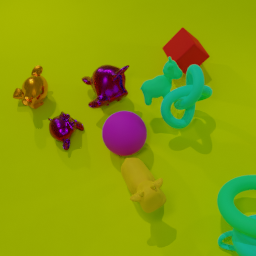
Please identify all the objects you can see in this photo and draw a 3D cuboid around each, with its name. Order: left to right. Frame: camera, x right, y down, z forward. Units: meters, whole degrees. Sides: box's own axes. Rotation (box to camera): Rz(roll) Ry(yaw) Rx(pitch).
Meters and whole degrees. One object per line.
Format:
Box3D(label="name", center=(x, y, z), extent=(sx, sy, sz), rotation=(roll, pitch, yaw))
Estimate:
Box3D(label="monkey head", center=(-2.720, -1.055, 7.739), extent=(0.991, 0.830, 1.377), rotation=(8, 59, -3))
Box3D(label="monkey head", center=(-1.618, 0.024, 7.315), extent=(0.704, 0.841, 1.169), rotation=(-46, 57, 15))
Box3D(label="monkey head", center=(-0.650, -1.128, 7.510), extent=(1.723, 1.038, 1.240), rotation=(-4, 22, 41))
Box3D(label="ball", center=(-0.084, 0.131, 6.755), extent=(1.082, 1.082, 1.082), rotation=(0, 57, 0))
Box3D(label="cow figurine", center=(0.268, 1.118, 5.822), extent=(0.733, 1.314, 1.335), rotation=(-31, 64, -5))
Box3D(label="cow figurine", center=(0.813, -1.163, 6.956), extent=(1.093, 1.076, 0.600), rotation=(-8, 23, 8))
Box3D(label="knot shape", center=(1.415, -0.668, 6.920), extent=(0.728, 1.575, 1.474), rotation=(36, 82, 21))
Box3D(label="cube", center=(1.709, -2.251, 8.315), extent=(0.855, 0.855, 0.855), rotation=(19, 39, -42))
Box3D(label="ring", center=(2.592, 1.495, 5.508), extent=(1.604, 0.321, 1.604), rotation=(-8, 29, 4))
Box3D(label="teapot", center=(2.731, 2.338, 5.480), extent=(1.886, 0.924, 1.173), rotation=(-1, 24, 26))
